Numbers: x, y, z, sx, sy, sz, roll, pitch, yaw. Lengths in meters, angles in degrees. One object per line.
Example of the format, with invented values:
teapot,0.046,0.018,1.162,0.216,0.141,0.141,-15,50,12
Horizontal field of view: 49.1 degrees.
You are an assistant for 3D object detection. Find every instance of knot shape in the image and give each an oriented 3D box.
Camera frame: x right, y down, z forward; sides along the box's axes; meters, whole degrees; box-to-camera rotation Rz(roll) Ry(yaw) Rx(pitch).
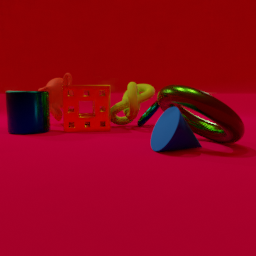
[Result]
knot shape,0.116,-0.782,8.497,0.781,1.690,1.581,39,-3,-1

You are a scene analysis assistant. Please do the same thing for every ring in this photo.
ring,1.477,-0.267,5.851,1.925,0.385,1.925,30,-8,5
ring,0.679,-0.475,8.961,0.213,1.067,1.067,42,8,-2

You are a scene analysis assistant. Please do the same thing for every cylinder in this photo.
cylinder,-2.752,-0.459,7.762,1.134,1.134,1.134,0,8,0

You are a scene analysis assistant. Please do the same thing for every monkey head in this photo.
monkey head,-2.313,-0.966,9.459,1.128,1.347,1.872,-28,-15,-33

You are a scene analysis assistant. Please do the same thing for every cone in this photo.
cone,1.088,0.198,5.484,0.939,0.935,0.935,25,0,-18

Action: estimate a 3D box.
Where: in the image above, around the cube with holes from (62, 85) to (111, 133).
cube with holes,-1.238,-0.610,8.299,1.289,1.289,1.289,-1,8,-10
